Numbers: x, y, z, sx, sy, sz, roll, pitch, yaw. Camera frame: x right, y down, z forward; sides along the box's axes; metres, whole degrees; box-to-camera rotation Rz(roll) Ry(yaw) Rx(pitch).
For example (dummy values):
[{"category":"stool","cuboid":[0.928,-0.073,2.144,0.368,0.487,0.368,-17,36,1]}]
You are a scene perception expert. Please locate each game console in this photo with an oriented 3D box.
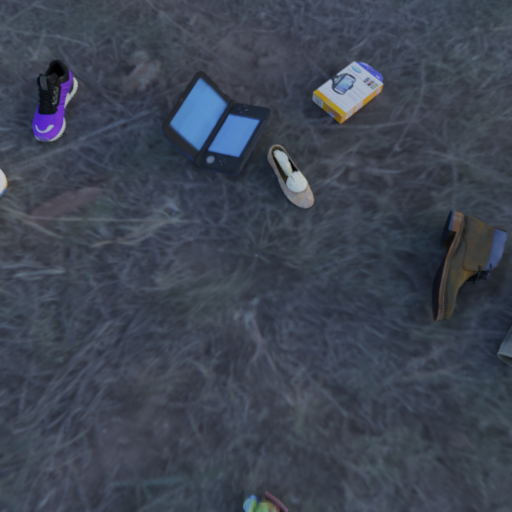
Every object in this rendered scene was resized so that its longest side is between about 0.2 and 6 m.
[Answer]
[{"category":"game console","cuboid":[-0.819,-2.880,12.029,1.603,1.111,1.878,16,67,26]}]

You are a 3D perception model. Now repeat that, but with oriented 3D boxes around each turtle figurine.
[{"category":"turtle figurine","cuboid":[0.271,4.498,8.925,1.234,1.273,0.916,24,95,4]}]

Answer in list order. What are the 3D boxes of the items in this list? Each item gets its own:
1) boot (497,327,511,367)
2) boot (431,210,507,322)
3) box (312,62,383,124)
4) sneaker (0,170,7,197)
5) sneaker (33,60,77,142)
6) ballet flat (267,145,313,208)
[{"category":"boot","cuboid":[5.664,1.413,10.381,1.831,0.731,2.014,23,62,17]},{"category":"boot","cuboid":[4.132,0.257,10.814,1.183,0.911,2.440,15,65,9]},{"category":"box","cuboid":[2.170,-3.831,12.945,1.567,0.325,0.933,-39,72,-18]},{"category":"sneaker","cuboid":[-6.181,-0.998,11.256,0.951,1.113,2.525,24,69,9]},{"category":"sneaker","cuboid":[-4.603,-3.520,12.431,0.684,0.979,1.968,6,66,2]},{"category":"ballet flat","cuboid":[0.701,-1.715,11.879,0.545,0.538,1.601,-29,70,-12]}]
